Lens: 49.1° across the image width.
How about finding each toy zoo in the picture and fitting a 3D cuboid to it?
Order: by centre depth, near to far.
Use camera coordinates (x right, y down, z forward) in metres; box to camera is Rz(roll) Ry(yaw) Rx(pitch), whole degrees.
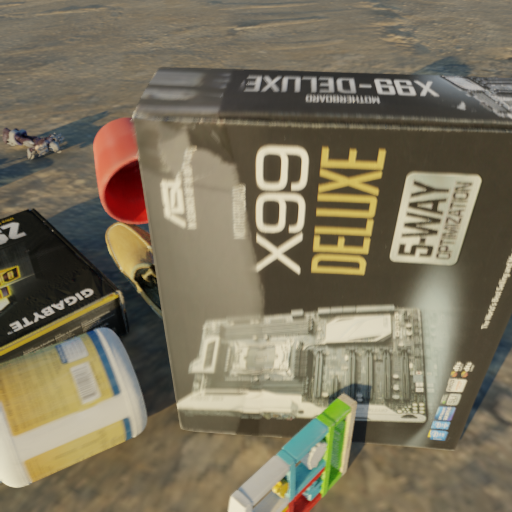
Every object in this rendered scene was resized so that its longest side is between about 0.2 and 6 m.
[{"bbox_3d":[0.279,2.182,5.169,0.182,1.166,1.777,30,46,35],"label":"toy zoo"}]

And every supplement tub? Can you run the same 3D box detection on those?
[{"bbox_3d":[-2.163,1.598,5.865,1.738,1.257,1.257,-18,40,-24],"label":"supplement tub"}]

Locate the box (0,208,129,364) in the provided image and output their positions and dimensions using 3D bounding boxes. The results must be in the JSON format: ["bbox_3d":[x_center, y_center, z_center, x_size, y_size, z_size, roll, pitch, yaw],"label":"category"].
[{"bbox_3d":[-3.897,0.808,7.302,3.478,0.858,2.777,-27,43,-32],"label":"box"}]

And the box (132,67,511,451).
[{"bbox_3d":[0.693,0.285,5.332,3.108,3.941,0.981,3,41,3],"label":"box"}]

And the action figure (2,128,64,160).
[{"bbox_3d":[-4.711,-2.420,11.998,1.367,0.474,0.889,18,33,18],"label":"action figure"}]

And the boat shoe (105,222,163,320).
[{"bbox_3d":[-1.449,0.193,7.507,0.690,0.733,1.926,-46,71,1],"label":"boat shoe"}]

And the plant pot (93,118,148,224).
[{"bbox_3d":[-1.678,-1.231,7.713,1.230,1.230,1.088,-16,53,-21],"label":"plant pot"}]
